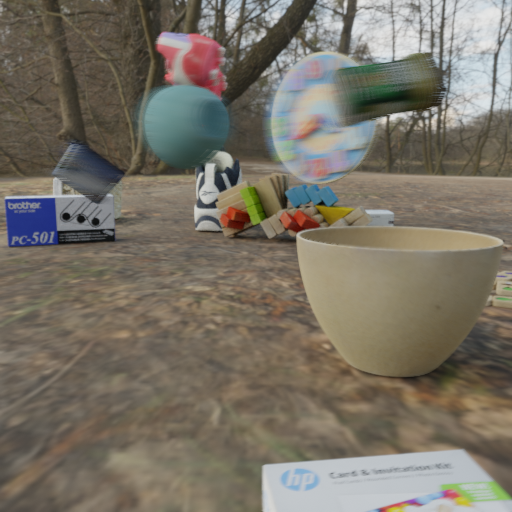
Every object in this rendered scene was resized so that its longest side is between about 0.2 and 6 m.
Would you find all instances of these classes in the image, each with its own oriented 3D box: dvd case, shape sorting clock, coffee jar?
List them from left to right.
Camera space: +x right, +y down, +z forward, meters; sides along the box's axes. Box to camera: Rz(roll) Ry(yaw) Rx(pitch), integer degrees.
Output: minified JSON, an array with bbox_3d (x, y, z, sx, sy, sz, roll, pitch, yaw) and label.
[{"bbox_3d":[-3.417,-1.657,11.334,1.131,0.139,1.585,35,-32,-20],"label":"dvd case"},{"bbox_3d":[1.620,-3.519,14.441,3.312,3.312,0.650,10,18,42],"label":"shape sorting clock"},{"bbox_3d":[2.312,-2.954,9.913,1.917,1.000,0.818,-13,-22,-3],"label":"coffee jar"}]

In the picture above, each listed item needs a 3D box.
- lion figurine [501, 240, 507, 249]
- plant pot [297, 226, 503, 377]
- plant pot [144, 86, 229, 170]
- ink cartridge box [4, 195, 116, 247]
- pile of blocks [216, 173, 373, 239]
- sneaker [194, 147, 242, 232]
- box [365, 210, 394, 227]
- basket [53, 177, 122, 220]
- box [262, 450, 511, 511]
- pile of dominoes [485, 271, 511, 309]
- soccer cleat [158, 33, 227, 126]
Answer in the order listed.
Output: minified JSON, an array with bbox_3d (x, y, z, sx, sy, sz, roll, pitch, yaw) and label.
[{"bbox_3d":[4.853,-0.247,12.185,1.045,0.379,0.640,11,-1,-20],"label":"lion figurine"},{"bbox_3d":[1.381,0.442,5.636,1.951,1.310,1.951,0,9,0],"label":"plant pot"},{"bbox_3d":[-1.023,-2.241,9.513,1.438,1.438,0.969,-8,6,-37],"label":"plant pot"},{"bbox_3d":[-4.535,-0.844,13.079,2.377,1.117,0.526,-3,11,-20],"label":"ink cartridge box"},{"bbox_3d":[0.713,-1.114,13.225,3.913,1.606,1.216,4,11,19],"label":"pile of blocks"},{"bbox_3d":[-0.834,-2.021,16.216,1.394,2.273,3.493,5,12,21],"label":"sneaker"},{"bbox_3d":[3.130,-0.900,14.853,0.867,0.569,0.871,0,11,1],"label":"box"},{"bbox_3d":[-5.016,-1.698,16.886,1.330,1.461,2.156,5,11,7],"label":"basket"},{"bbox_3d":[0.790,1.519,2.627,1.291,0.341,1.657,-1,10,-8],"label":"box"},{"bbox_3d":[3.842,0.308,8.720,2.927,0.466,2.282,5,12,24],"label":"pile of dominoes"},{"bbox_3d":[-1.232,-3.422,10.948,1.151,1.004,3.010,21,-6,-3],"label":"soccer cleat"}]
